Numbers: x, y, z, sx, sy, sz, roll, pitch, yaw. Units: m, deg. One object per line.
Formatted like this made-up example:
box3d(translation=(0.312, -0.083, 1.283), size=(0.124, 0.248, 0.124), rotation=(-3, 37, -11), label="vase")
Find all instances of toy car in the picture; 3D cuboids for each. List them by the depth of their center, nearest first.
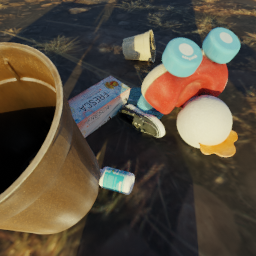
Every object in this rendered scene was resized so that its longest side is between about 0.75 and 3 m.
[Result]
box3d(translation=(2.010, -0.547, 7.422), size=(2.546, 2.653, 2.879), rotation=(-22, 71, -26), label="toy car")

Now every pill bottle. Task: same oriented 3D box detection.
box3d(translation=(-0.320, 1.145, 6.232), size=(0.863, 0.478, 0.478), rotation=(12, 39, 15), label="pill bottle")

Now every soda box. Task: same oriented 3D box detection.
box3d(translation=(-1.049, -0.492, 7.845), size=(0.804, 0.865, 2.531), rotation=(37, 50, 18), label="soda box")

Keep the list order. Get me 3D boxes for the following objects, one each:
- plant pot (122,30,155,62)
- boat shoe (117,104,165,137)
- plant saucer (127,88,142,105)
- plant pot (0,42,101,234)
box3d(translation=(0.439, -3.330, 11.646), size=(1.188, 1.298, 1.298), rotation=(-2, 36, 17), label="plant pot")
box3d(translation=(0.336, -0.148, 7.916), size=(0.489, 0.593, 1.727), rotation=(-29, 39, -24), label="boat shoe")
box3d(translation=(0.316, -1.112, 9.485), size=(1.040, 0.143, 1.040), rotation=(0, 36, 0), label="plant saucer")
box3d(translation=(-1.826, 0.549, 4.718), size=(2.718, 2.691, 2.718), rotation=(-6, 60, 11), label="plant pot")
